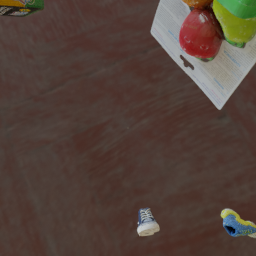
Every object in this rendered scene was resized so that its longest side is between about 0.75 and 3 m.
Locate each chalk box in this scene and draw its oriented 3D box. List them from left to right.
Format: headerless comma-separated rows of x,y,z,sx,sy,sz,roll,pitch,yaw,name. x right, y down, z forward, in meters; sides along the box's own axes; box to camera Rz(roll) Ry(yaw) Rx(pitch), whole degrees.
-2.514,-2.993,5.406,2.311,1.442,1.432,-13,109,-34,chalk box

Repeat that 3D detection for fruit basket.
1.656,-2.268,5.379,1.390,2.966,2.747,-23,63,-23,fruit basket

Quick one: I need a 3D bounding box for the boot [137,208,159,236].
0.332,1.737,5.295,0.396,1.089,0.492,-4,65,-6,boot

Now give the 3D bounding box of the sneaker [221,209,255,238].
2.029,1.856,5.083,0.834,0.316,0.438,32,43,-1,sneaker
